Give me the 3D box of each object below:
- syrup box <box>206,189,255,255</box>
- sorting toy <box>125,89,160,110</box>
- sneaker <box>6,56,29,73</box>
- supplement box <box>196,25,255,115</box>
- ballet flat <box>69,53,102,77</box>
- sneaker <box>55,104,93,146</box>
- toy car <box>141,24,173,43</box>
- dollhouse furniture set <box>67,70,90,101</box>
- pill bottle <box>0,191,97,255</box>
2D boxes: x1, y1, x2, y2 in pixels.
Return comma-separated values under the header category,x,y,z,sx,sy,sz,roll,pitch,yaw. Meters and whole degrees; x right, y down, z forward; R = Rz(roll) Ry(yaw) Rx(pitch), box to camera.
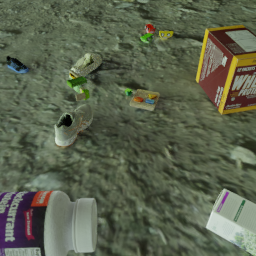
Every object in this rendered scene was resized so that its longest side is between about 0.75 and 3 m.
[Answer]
category,x,y,z,sx,sy,sz,roll,pitch,yaw
syrup box,3.108,2.472,6.793,2.153,0.848,0.877,26,49,26
sorting toy,0.469,-1.226,11.230,1.457,0.214,1.077,13,45,13
sneaker,-5.102,-2.913,12.826,1.293,0.504,0.453,22,47,22
supplement box,4.004,-2.257,10.741,1.597,2.372,2.405,-9,44,-10
ballet flat,-1.847,-2.925,12.673,0.827,0.827,2.305,16,45,17
sneaker,-1.831,-0.318,9.729,0.773,0.939,2.042,15,45,14
toy car,1.308,-4.997,15.140,1.842,0.411,1.734,30,51,29
dollhouse furniture set,-1.617,-1.254,8.342,0.501,0.654,0.998,-24,40,-25
pill bottle,-2.202,2.275,6.465,2.884,1.607,1.607,-2,43,-2
